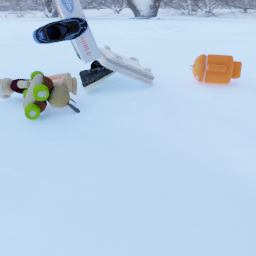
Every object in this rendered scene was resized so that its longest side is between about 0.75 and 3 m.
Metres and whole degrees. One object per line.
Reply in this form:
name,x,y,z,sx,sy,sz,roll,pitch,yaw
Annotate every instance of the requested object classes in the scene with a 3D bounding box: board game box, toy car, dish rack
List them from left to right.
toy car,-2.383,-0.892,9.000,1.673,1.320,1.374,18,24,-31
board game box,-1.710,-3.331,8.277,0.544,2.645,2.639,-25,22,-6
dish rack,-0.148,-2.776,12.009,2.463,0.625,2.869,18,20,-25

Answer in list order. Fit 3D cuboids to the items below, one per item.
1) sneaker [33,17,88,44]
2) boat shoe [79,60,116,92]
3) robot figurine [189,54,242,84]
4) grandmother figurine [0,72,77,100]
sneaker,-1.423,-2.227,6.403,1.441,0.505,0.561,-33,29,-34
boat shoe,-1.245,-2.355,11.592,1.013,0.899,2.711,-19,18,34
robot figurine,3.643,-2.484,11.816,2.092,1.220,1.505,6,47,10
grandmother figurine,-3.347,-1.480,9.882,2.979,0.902,1.807,-1,-12,7
